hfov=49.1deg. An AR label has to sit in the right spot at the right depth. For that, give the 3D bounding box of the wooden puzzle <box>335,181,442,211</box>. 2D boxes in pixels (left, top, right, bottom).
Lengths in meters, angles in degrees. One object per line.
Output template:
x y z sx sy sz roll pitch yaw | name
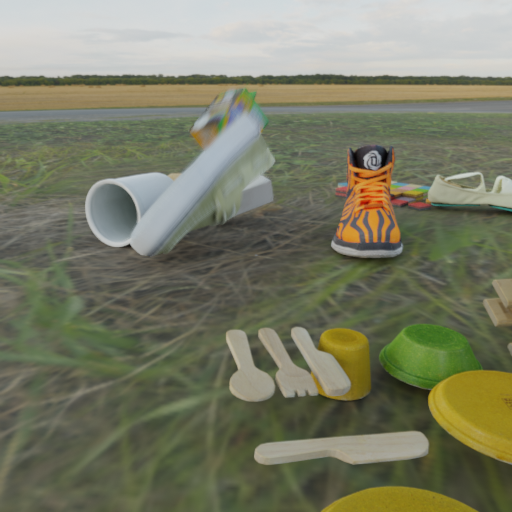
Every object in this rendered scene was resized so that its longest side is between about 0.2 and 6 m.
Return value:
3.056 -1.485 13.065 2.891 0.203 1.714 16 24 40 | wooden puzzle

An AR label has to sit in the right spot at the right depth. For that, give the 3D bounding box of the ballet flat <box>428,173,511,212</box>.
4.747 -1.312 11.489 2.310 0.803 0.803 6 19 9 | ballet flat

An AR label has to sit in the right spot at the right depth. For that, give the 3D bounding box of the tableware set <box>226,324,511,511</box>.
1.251 1.440 3.700 2.607 0.594 3.871 -1 17 -13 | tableware set

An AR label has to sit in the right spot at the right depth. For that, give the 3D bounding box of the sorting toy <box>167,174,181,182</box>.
-1.598 -1.652 13.256 1.160 0.406 1.168 2 18 8 | sorting toy

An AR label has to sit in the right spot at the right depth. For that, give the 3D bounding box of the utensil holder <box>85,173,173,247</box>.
-2.057 -0.850 9.662 1.128 1.128 1.327 9 19 24 | utensil holder

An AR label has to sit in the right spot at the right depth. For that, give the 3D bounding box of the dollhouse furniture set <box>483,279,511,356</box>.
3.194 0.473 4.851 1.289 1.700 1.940 -4 45 -6 | dollhouse furniture set

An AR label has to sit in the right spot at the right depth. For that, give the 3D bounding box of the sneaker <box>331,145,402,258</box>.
1.816 -1.001 9.315 1.111 1.605 2.865 1 18 4 | sneaker

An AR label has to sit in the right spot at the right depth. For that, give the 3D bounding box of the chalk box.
-0.461 -2.759 11.452 0.927 0.920 1.485 8 56 49 | chalk box

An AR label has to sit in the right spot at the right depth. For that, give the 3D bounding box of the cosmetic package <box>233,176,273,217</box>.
-0.384 -1.117 10.701 1.287 0.476 0.654 -22 31 -21 | cosmetic package

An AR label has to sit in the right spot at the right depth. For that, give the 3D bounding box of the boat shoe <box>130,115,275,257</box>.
-0.686 -1.075 9.083 1.235 1.064 3.430 -29 20 51 | boat shoe
